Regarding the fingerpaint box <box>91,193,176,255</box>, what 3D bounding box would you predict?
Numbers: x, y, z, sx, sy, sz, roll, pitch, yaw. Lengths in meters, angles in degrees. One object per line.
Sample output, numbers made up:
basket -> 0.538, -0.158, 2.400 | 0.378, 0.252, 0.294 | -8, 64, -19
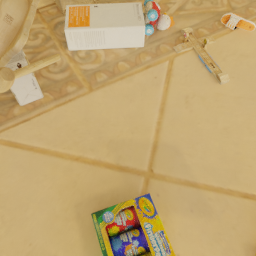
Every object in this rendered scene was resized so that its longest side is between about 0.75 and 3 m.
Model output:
fingerpaint box -> 0.130, 2.573, 6.282 | 1.478, 0.650, 1.771 | -16, 60, -10

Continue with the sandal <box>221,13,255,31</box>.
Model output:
sandal -> 4.070, -3.854, 10.369 | 1.288, 0.493, 0.369 | 22, 58, 11

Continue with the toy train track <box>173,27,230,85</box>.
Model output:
toy train track -> 2.632, -2.646, 9.652 | 1.590, 0.451, 2.773 | -19, 61, -11

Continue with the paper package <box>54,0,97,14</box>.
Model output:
paper package -> -2.288, -5.589, 11.227 | 1.599, 0.868, 1.678 | -24, 60, -14

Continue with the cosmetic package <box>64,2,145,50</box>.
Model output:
cosmetic package -> -0.811, -3.609, 9.942 | 2.692, 0.959, 1.365 | -4, 58, -3

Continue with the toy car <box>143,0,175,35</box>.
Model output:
toy car -> 1.162, -4.009, 10.233 | 1.199, 1.060, 1.105 | 4, 47, -12

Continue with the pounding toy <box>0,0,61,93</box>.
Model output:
pounding toy -> -2.229, -1.523, 5.160 | 1.459, 1.464, 2.552 | -20, 52, 33

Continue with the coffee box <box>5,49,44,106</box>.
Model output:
coffee box -> -3.459, -1.851, 8.751 | 0.797, 1.143, 2.000 | -24, 60, -13
